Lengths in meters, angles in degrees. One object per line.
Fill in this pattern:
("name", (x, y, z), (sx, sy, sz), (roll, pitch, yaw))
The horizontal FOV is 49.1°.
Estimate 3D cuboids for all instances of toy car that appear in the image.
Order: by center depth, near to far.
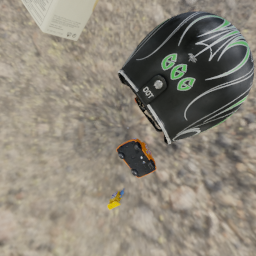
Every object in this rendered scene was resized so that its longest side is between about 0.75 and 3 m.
("toy car", (-0.098, 0.795, 5.300), (0.772, 0.524, 1.575), (37, 119, -7))

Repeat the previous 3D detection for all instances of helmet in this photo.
("helmet", (1.220, -1.042, 5.468), (2.328, 2.442, 2.442), (-35, 79, 0))

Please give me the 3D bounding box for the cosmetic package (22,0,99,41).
("cosmetic package", (-1.141, -3.516, 6.011), (2.808, 0.998, 1.477), (-50, 61, 30))
